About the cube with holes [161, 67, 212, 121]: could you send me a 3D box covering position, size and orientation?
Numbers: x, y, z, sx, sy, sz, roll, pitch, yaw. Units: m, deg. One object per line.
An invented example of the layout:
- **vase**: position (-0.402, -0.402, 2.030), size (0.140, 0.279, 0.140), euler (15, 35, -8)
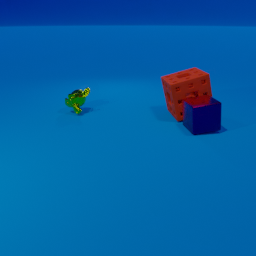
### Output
- **cube with holes**: position (2.029, -1.197, 9.676), size (1.291, 1.291, 1.291), euler (-16, 23, -2)

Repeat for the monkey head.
- **monkey head**: position (-1.805, -0.939, 10.178), size (0.736, 0.879, 1.221), euler (-23, -12, -49)

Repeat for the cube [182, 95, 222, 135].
- **cube**: position (2.252, -0.423, 8.626), size (0.899, 0.899, 0.899), euler (-10, 23, -7)
